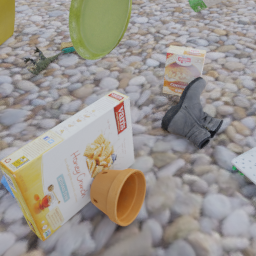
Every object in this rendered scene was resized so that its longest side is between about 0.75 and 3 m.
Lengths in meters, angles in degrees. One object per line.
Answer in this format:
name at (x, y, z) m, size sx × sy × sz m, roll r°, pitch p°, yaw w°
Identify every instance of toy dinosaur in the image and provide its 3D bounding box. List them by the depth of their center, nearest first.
toy dinosaur at (-3.339, -2.608, 10.659) m, size 0.908 × 0.489 × 2.060 m, roll 27°, pitch 45°, yaw 6°

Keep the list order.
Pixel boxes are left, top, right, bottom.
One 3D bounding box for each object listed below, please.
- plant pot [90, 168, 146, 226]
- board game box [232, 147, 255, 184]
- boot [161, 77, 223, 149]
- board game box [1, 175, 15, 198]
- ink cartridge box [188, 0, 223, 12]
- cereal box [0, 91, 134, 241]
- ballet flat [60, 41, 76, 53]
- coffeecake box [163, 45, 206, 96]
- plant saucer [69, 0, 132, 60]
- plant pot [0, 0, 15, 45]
plant pot at (-0.237, 1.333, 5.805) m, size 0.796 × 1.137 × 1.137 m, roll 11°, pitch 41°, yaw 33°
board game box at (3.876, 1.110, 6.609) m, size 2.039 × 0.264 × 2.039 m, roll -22°, pitch 46°, yaw -22°
boot at (2.070, -0.429, 7.982) m, size 1.443 × 0.765 × 2.192 m, roll 28°, pitch 66°, yaw 24°
board game box at (-2.373, 1.214, 6.544) m, size 0.908 × 0.224 × 1.149 m, roll -37°, pitch 48°, yaw -28°
ink cartridge box at (2.239, -3.828, 7.071) m, size 1.546 × 1.130 × 0.652 m, roll -14°, pitch -4°, yaw 28°
cereal box at (-0.965, 0.705, 5.749) m, size 0.549 × 1.997 × 2.776 m, roll 27°, pitch 49°, yaw 33°
ballet flat at (-2.029, -3.411, 11.467) m, size 1.484 × 0.509 × 0.468 m, roll -8°, pitch 69°, yaw -9°
coffeecake box at (1.769, -1.774, 8.938) m, size 1.134 × 1.477 × 0.540 m, roll 13°, pitch 43°, yaw 14°
plant saucer at (-0.779, -3.274, 7.991) m, size 0.419 × 2.696 × 2.696 m, roll -2°, pitch 33°, yaw -46°
plant pot at (-6.208, -4.720, 11.731) m, size 2.476 × 2.184 × 2.476 m, roll 7°, pitch 42°, yaw 7°
